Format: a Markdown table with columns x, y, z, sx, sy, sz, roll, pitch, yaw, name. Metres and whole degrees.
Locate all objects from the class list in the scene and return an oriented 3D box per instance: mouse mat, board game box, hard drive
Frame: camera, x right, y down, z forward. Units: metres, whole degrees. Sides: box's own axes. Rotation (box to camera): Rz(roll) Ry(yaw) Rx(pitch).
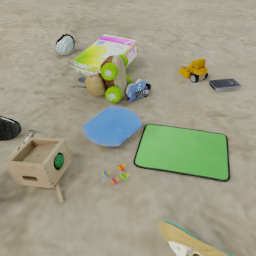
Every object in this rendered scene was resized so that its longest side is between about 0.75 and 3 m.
| x | y | z | sx | sy | sz | roll | pitch | yaw | name |
| --- | --- | --- | --- | --- | --- | --- | --- | --- | --- |
| 1.825 | 0.705 | 9.347 | 2.974 | 0.112 | 2.393 | 7 | 37 | 12 | mouse mat |
| -0.530 | 0.041 | 10.028 | 1.643 | 0.405 | 2.080 | 29 | 51 | 27 | board game box |
| 4.430 | -1.962 | 12.839 | 1.255 | 0.266 | 0.846 | -7 | 37 | -9 | hard drive |

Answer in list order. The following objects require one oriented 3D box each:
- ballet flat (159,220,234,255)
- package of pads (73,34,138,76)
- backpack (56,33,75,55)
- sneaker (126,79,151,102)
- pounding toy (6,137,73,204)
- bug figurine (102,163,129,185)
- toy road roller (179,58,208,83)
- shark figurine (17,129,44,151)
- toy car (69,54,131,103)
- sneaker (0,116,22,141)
| x | y | z | sx | sy | sz | roll | pitch | yaw | name |
| --- | --- | --- | --- | --- | --- | --- | --- | --- | --- |
| 1.512 | 2.748 | 6.071 | 2.150 | 0.738 | 0.678 | 20 | 58 | 27 | ballet flat |
| -1.002 | -3.543 | 14.076 | 2.185 | 0.964 | 2.828 | 21 | 54 | 26 | package of pads |
| -3.593 | -4.711 | 16.058 | 0.776 | 1.022 | 1.225 | 19 | 46 | 18 | backpack |
| 0.479 | -1.613 | 12.035 | 0.755 | 0.665 | 1.694 | 17 | 39 | 26 | sneaker |
| -2.365 | 1.173 | 8.058 | 1.606 | 1.142 | 1.478 | 2 | 34 | 20 | pounding toy |
| -0.359 | 1.376 | 8.300 | 0.797 | 0.205 | 0.618 | -19 | 52 | -28 | bug figurine |
| 3.211 | -2.908 | 13.482 | 0.864 | 1.027 | 1.407 | -20 | 41 | -26 | toy road roller |
| -3.125 | 0.641 | 8.881 | 0.625 | 1.498 | 0.895 | 32 | 3 | -12 | shark figurine |
| -1.258 | -2.087 | 11.947 | 2.334 | 1.841 | 1.917 | -1 | 27 | 17 | toy car |
| -4.940 | -0.270 | 10.006 | 2.555 | 0.967 | 1.118 | 4 | 31 | 6 | sneaker |
